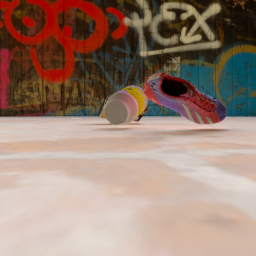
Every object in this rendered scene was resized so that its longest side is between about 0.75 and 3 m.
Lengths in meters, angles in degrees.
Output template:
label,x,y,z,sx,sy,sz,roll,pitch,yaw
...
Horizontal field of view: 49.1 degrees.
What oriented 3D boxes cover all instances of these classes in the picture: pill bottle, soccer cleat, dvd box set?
label,x,y,z,sx,sy,sz,roll,pitch,yaw
pill bottle,-0.071,-0.722,9.045,1.043,1.043,2.001,1,17,16
soccer cleat,1.737,-0.771,7.741,2.752,0.918,1.052,20,-13,-17
dvd box set,-0.247,-0.757,12.539,1.954,0.287,1.430,6,-24,-15
